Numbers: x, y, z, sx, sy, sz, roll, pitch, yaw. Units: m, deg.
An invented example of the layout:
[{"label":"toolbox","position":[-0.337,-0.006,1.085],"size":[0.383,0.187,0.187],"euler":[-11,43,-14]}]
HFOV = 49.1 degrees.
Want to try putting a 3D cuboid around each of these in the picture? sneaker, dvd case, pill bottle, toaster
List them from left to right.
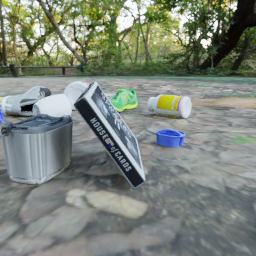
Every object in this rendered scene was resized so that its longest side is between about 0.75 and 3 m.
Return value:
[{"label":"sneaker","position":[-3.908,-1.038,12.067],"size":[1.596,1.037,2.764],"euler":[12,27,26]},{"label":"toaster","position":[-1.700,0.364,5.360],"size":[0.945,1.074,1.663],"euler":[3,13,15]},{"label":"pill bottle","position":[-2.352,-1.654,13.649],"size":[1.309,1.309,2.299],"euler":[-1,13,-4]},{"label":"dvd case","position":[-0.318,-0.034,5.535],"size":[0.287,1.742,2.318],"euler":[-33,14,7]},{"label":"sneaker","position":[-0.396,-1.312,12.763],"size":[0.921,1.039,2.487],"euler":[8,16,27]},{"label":"pill bottle","position":[1.634,-0.887,11.297],"size":[1.662,0.866,0.866],"euler":[10,16,36]}]

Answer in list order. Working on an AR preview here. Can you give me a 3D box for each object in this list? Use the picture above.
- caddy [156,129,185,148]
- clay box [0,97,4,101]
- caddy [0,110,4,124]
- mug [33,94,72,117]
[{"label":"caddy","position":[1.120,0.228,7.438],"size":[0.807,0.424,0.571],"euler":[10,15,37]},{"label":"clay box","position":[-6.075,-1.190,13.556],"size":[1.871,0.445,1.075],"euler":[10,16,37]},{"label":"caddy","position":[-4.500,-0.716,7.745],"size":[1.155,2.201,1.556],"euler":[-30,-10,-6]},{"label":"mug","position":[-2.699,-0.578,10.136],"size":[1.144,0.963,1.305],"euler":[-18,53,-42]}]
